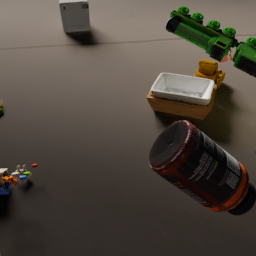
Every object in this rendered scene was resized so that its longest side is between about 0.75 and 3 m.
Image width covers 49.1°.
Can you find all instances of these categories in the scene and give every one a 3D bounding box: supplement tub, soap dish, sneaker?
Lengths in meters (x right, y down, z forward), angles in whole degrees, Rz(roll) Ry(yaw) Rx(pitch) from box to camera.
[{"bbox_3d":[0.987,0.569,3.549,1.397,0.747,0.747,37,33,-18],"label":"supplement tub"},{"bbox_3d":[1.647,-0.984,8.512,1.865,0.757,1.467,12,39,15],"label":"soap dish"},{"bbox_3d":[2.774,-2.189,8.181,0.408,0.941,0.347,-20,62,15],"label":"sneaker"}]

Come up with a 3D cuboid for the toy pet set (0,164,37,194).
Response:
[{"bbox_3d":[-2.420,1.144,5.831,0.908,0.517,0.973,-3,8,-2],"label":"toy pet set"}]

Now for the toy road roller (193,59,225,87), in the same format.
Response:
[{"bbox_3d":[2.761,-1.902,9.532,0.843,1.001,1.371,21,42,26],"label":"toy road roller"}]

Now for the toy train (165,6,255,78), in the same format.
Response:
[{"bbox_3d":[2.203,-2.147,6.953,2.968,0.619,0.837,33,65,19],"label":"toy train"}]

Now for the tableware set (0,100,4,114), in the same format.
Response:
[{"bbox_3d":[-4.292,-0.554,8.466,1.051,0.161,0.708,-8,40,-13],"label":"tableware set"}]

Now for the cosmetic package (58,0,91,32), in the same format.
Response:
[{"bbox_3d":[-2.824,-6.041,14.707,1.432,1.434,1.738,-9,37,-10],"label":"cosmetic package"}]
